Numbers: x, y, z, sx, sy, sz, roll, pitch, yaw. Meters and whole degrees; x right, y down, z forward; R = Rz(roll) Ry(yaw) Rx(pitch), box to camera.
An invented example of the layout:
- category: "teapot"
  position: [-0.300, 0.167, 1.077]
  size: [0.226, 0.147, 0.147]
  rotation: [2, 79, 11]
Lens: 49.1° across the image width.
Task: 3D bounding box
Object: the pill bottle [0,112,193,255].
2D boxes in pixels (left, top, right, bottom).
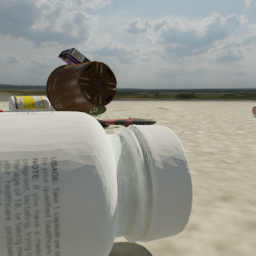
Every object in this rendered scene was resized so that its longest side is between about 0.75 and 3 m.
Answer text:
- category: "pill bottle"
  position: [-0.557, 0.399, 1.741]
  size: [1.752, 1.002, 1.002]
  rotation: [-2, 7, -19]

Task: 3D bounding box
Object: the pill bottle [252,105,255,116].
- category: "pill bottle"
  position: [6.858, -0.849, 14.095]
  size: [0.584, 0.584, 1.120]
  rotation: [-3, 7, -21]

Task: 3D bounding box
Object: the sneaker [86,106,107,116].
- category: "sneaker"
  position: [-1.999, -0.890, 14.683]
  size: [1.679, 0.563, 0.754]
  rotation: [-5, 6, 9]

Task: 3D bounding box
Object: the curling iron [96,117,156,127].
- category: "curling iron"
  position: [-0.065, -0.232, 9.951]
  size: [2.584, 0.330, 0.641]
  rotation: [-4, 7, -30]

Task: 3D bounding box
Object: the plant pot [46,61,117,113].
- category: "plant pot"
  position: [-1.518, -1.416, 9.794]
  size: [1.994, 1.994, 1.974]
  rotation: [-6, 2, -39]

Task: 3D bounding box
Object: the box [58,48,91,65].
- category: "box"
  position: [-1.952, -2.615, 11.463]
  size: [1.530, 0.386, 2.140]
  rotation: [35, -6, -27]

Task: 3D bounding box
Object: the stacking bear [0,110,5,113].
- category: "stacking bear"
  position: [-3.282, -0.047, 7.372]
  size: [0.631, 0.674, 1.109]
  rotation: [-43, 10, -11]

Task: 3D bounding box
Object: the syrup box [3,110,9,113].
- category: "syrup box"
  position: [-6.298, -0.802, 14.870]
  size: [0.779, 0.307, 0.317]
  rotation: [-3, 7, -23]

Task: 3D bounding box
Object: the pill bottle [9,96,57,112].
- category: "pill bottle"
  position: [-3.856, -0.783, 11.584]
  size: [1.898, 1.056, 1.056]
  rotation: [-3, 8, -28]
